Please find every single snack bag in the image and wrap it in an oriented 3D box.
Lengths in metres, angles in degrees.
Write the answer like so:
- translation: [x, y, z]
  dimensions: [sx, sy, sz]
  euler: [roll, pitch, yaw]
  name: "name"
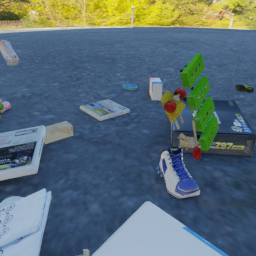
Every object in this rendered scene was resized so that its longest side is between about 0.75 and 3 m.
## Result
- translation: [-2.008, 1.807, 4.209]
  dimensions: [1.669, 0.190, 1.770]
  euler: [-24, 28, 5]
  name: "snack bag"

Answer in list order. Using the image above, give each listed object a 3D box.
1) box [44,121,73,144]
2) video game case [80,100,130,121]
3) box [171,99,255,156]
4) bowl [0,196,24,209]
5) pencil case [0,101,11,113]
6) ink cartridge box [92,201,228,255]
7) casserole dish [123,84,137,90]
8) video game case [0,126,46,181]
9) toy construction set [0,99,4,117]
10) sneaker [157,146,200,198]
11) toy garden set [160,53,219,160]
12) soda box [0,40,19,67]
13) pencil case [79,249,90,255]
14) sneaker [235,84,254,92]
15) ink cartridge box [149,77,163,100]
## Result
- translation: [-2.180, 0.128, 8.483]
  dimensions: [0.936, 0.364, 0.444]
  euler: [-19, 33, -36]
  name: "box"
- translation: [-0.892, -0.705, 10.575]
  dimensions: [1.323, 0.160, 1.453]
  euler: [-17, 30, -34]
  name: "video game case"
- translation: [2.428, -0.150, 8.671]
  dimensions: [2.194, 0.710, 2.782]
  euler: [2, 25, 8]
  name: "box"
- translation: [-2.166, 1.571, 5.297]
  dimensions: [0.868, 0.390, 0.868]
  euler: [-1, 24, 0]
  name: "bowl"
- translation: [-4.742, -0.759, 10.482]
  dimensions: [0.339, 0.339, 0.775]
  euler: [5, 24, 12]
  name: "pencil case"
- translation: [0.404, 1.959, 2.968]
  dimensions: [1.134, 1.811, 1.164]
  euler: [-38, 41, -27]
  name: "ink cartridge box"
- translation: [0.093, -1.929, 13.282]
  dimensions: [0.762, 0.148, 0.462]
  euler: [14, 28, 29]
  name: "casserole dish"
- translation: [-3.304, 0.684, 6.987]
  dimensions: [2.295, 0.268, 2.087]
  euler: [-11, 27, -5]
  name: "video game case"
- translation: [-5.088, -1.075, 9.033]
  dimensions: [1.997, 2.395, 1.840]
  euler: [25, 29, 28]
  name: "toy construction set"
- translation: [1.047, 0.880, 6.293]
  dimensions: [0.571, 0.816, 1.413]
  euler: [-9, 26, -16]
  name: "sneaker"
- translation: [1.252, -0.283, 5.631]
  dimensions: [0.375, 1.878, 1.565]
  euler: [2, 38, 37]
  name: "toy garden set"
- translation: [-3.493, -2.191, 8.186]
  dimensions: [0.259, 0.278, 0.814]
  euler: [-4, 56, -54]
  name: "soda box"
- translation: [-1.078, 2.217, 3.484]
  dimensions: [1.616, 0.629, 0.723]
  euler: [-17, 74, -33]
  name: "pencil case"
- translation: [5.384, -1.837, 12.962]
  dimensions: [0.816, 0.319, 0.348]
  euler: [18, 21, 15]
  name: "sneaker"
- translation: [1.185, -1.744, 12.138]
  dimensions: [0.434, 0.750, 1.292]
  euler: [-1, 24, -2]
  name: "ink cartridge box"
